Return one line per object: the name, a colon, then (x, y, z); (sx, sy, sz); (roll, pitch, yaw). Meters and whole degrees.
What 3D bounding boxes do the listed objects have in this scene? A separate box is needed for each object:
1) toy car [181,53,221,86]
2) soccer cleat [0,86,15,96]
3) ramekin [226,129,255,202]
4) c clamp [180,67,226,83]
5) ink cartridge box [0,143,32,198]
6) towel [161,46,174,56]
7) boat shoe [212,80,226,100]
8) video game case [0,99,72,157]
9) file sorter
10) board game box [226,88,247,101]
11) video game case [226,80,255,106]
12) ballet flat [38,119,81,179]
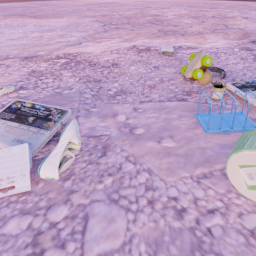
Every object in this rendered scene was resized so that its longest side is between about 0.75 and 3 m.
toy car: (2.977, -2.104, 10.831); (1.410, 1.112, 1.158); (31, 8, -24)
soccer cleat: (-4.856, -1.540, 11.146); (0.296, 0.331, 0.853); (17, 34, 27)
ramekin: (2.862, 0.854, 5.889); (1.559, 1.559, 0.762); (24, 46, 35)
c clamp: (3.461, -2.414, 12.753); (2.380, 0.322, 2.033); (-11, 27, -15)
ink cartridge box: (-2.877, 1.082, 6.685); (1.128, 0.333, 1.409); (-13, 50, -11)
towel: (2.251, -4.405, 16.046); (0.748, 0.386, 0.903); (3, 29, 2)
boat shoe: (3.615, -1.604, 11.053); (0.587, 0.527, 1.587); (8, 31, 14)
video game case: (-3.153, -0.098, 8.441); (2.227, 0.260, 2.025); (12, 43, 20)
file sorter: (3.131, -0.570, 8.800); (1.663, 1.020, 1.154); (-3, 30, -4)
board game box: (4.786, -1.323, 10.876); (0.917, 0.288, 1.919); (-11, 35, -18)
video game case: (5.041, -1.380, 10.509); (1.969, 0.230, 1.790); (-9, 33, -14)
ballet flat: (-1.475, 0.535, 6.775); (0.614, 0.614, 1.770); (11, 49, 18)
